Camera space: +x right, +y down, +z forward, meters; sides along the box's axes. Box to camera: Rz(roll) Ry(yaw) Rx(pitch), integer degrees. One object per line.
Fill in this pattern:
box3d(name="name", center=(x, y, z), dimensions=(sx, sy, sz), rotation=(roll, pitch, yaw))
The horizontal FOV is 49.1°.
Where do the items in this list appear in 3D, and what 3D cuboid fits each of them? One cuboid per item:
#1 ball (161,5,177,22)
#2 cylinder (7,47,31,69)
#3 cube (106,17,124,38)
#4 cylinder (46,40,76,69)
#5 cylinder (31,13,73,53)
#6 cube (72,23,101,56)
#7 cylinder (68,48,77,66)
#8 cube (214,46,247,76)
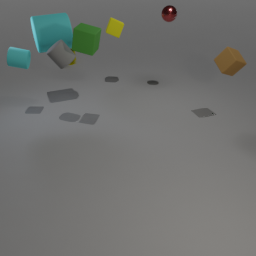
box3d(name="ball", center=(1.847, -5.112, 12.534), dimensions=(0.700, 0.700, 0.700), rotation=(0, 29, 0))
box3d(name="cylinder", center=(-4.058, -2.599, 10.432), dimensions=(0.700, 0.700, 0.700), rotation=(9, 28, -10))
box3d(name="cube", center=(-0.651, -4.919, 13.727), dimensions=(0.700, 0.700, 0.700), rotation=(19, 23, -14))
box3d(name="cylinder", center=(-2.253, -2.480, 9.443), dimensions=(0.700, 0.700, 0.700), rotation=(-30, 32, 21))
box3d(name="cylinder", center=(-3.081, -3.868, 11.388), dimensions=(1.400, 1.400, 1.400), rotation=(-14, 32, -18))
box3d(name="cube", center=(-1.297, -2.784, 8.774), dimensions=(0.700, 0.700, 0.700), rotation=(16, 36, 2))
box3d(name="cylinder", center=(-2.682, -3.173, 12.526), dimensions=(0.700, 0.700, 0.700), rotation=(-6, 20, 2))
box3d(name="cube", center=(3.735, -2.427, 10.254), dimensions=(0.700, 0.700, 0.700), rotation=(3, 56, -37))
